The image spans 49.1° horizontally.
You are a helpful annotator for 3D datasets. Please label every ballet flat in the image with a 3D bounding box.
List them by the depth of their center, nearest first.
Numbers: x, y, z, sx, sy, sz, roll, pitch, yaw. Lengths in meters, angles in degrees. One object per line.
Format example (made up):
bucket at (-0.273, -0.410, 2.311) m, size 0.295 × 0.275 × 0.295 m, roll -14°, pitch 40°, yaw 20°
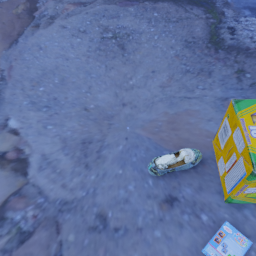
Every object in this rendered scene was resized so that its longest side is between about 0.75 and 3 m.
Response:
ballet flat at (1.210, 0.785, 6.903) m, size 1.493 × 0.554 × 0.554 m, roll -19°, pitch 51°, yaw -15°

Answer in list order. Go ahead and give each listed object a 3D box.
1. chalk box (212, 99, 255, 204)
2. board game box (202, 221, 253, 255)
chalk box at (3.676, 0.561, 6.245) m, size 2.928 × 1.828 × 1.815 m, roll 0°, pitch 56°, yaw 0°
board game box at (2.048, 2.458, 5.780) m, size 0.866 × 0.158 × 0.655 m, roll -36°, pitch 60°, yaw -27°
